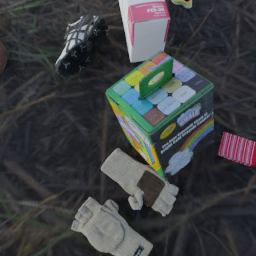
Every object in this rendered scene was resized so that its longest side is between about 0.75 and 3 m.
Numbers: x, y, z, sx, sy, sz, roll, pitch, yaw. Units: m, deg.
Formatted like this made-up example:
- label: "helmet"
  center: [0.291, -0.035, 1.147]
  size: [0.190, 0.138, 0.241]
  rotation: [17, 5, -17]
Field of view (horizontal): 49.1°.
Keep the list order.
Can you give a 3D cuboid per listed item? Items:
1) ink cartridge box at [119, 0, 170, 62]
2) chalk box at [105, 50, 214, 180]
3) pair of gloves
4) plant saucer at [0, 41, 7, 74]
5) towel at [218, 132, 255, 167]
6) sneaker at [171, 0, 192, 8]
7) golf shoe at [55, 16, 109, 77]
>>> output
- label: "ink cartridge box"
  center: [0.378, -3.586, 8.380]
  size: [1.056, 1.870, 2.552]
  rotation: [-9, 70, -3]
- label: "chalk box"
  center: [0.772, -0.438, 6.494]
  size: [1.749, 2.802, 1.737]
  rotation: [-36, 52, -11]
- label: "pair of gloves"
  center: [-0.036, 1.979, 7.123]
  size: [2.084, 0.430, 2.451]
  rotation: [28, 75, 6]
- label: "plant saucer"
  center: [-4.834, -2.183, 8.698]
  size: [2.017, 0.347, 2.017]
  rotation: [0, 69, 1]
- label: "towel"
  center: [3.086, 0.586, 7.794]
  size: [1.022, 0.115, 0.739]
  rotation: [19, 70, 7]
- label: "sneaker"
  center: [1.822, -4.369, 9.486]
  size: [0.790, 0.357, 0.309]
  rotation: [22, 73, 10]
- label: "golf shoe"
  center: [-1.604, -2.558, 8.646]
  size: [1.106, 0.910, 2.342]
  rotation: [25, 67, 24]
